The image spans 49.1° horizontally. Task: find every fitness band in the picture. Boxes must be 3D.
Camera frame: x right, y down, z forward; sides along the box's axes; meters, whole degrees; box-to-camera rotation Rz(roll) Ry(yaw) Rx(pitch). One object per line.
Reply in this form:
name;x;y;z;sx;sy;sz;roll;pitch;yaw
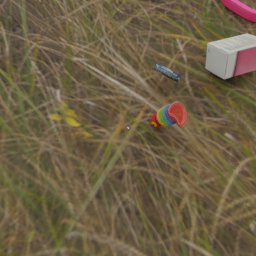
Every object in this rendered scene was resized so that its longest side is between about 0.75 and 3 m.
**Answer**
fitness band;4.796;-4.974;10.814;1.795;0.468;2.500;-36;64;-19

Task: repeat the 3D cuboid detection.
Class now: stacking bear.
stacking bear;1.034;-0.306;7.765;0.653;1.076;0.612;44;56;-19

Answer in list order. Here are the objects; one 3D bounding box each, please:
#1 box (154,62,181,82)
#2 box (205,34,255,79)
box;1.193;-1.681;8.466;0.798;0.629;0.204;30;97;12
box;3.390;-2.264;8.765;1.598;0.871;1.022;-17;37;-16
